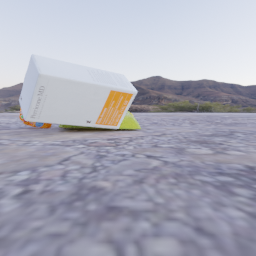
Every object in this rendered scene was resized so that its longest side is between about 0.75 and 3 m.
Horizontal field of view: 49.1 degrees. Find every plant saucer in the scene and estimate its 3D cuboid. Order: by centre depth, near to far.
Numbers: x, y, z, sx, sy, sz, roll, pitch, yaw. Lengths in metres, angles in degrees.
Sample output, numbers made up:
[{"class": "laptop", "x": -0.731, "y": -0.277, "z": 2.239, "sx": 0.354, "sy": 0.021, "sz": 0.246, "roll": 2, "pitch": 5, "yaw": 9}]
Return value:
[{"class": "plant saucer", "x": -0.870, "y": -0.281, "z": 8.100, "sx": 2.128, "sy": 0.510, "sz": 2.131, "roll": 1, "pitch": 2, "yaw": -11}]

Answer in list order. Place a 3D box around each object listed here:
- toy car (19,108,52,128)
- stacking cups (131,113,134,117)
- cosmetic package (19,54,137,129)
[{"class": "toy car", "x": -2.375, "y": -0.878, "z": 7.863, "sx": 1.094, "sy": 2.231, "sz": 0.742, "roll": 36, "pitch": 21, "yaw": 1}, {"class": "stacking cups", "x": -0.409, "y": -0.264, "z": 9.989, "sx": 0.445, "sy": 0.445, "sz": 1.472, "roll": 3, "pitch": 10, "yaw": 40}, {"class": "cosmetic package", "x": -1.058, "y": -0.711, "z": 6.151, "sx": 2.263, "sy": 1.148, "sz": 0.806, "roll": 5, "pitch": 37, "yaw": -35}]
